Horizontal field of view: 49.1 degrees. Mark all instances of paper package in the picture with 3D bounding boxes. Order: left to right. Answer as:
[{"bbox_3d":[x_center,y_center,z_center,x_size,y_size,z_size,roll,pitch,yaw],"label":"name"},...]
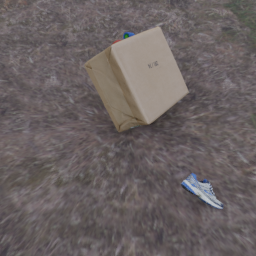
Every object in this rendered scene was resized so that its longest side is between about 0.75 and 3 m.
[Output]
[{"bbox_3d":[0.333,-1.317,7.457,2.237,1.157,2.132,-37,103,-43],"label":"paper package"}]

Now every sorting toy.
[{"bbox_3d":[0.138,-2.702,9.384,1.567,0.941,0.643,3,15,29],"label":"sorting toy"}]

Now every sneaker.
[{"bbox_3d":[1.798,1.449,6.456,1.109,0.427,0.472,36,81,-4],"label":"sneaker"}]
